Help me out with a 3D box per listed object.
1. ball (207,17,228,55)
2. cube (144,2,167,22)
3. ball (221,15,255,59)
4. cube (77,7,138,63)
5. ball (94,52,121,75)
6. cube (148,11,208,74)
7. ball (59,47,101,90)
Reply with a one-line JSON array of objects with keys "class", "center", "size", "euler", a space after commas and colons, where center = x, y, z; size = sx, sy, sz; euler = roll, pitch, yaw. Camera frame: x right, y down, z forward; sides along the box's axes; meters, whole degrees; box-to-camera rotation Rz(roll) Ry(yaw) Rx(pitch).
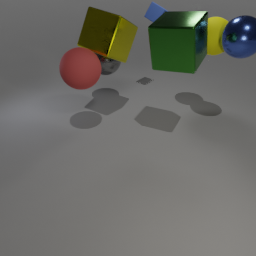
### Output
[{"class": "ball", "center": [3.285, -3.501, 10.710], "size": [1.400, 1.400, 1.400], "euler": [0, 31, 0]}, {"class": "cube", "center": [1.270, -4.993, 12.308], "size": [0.700, 0.700, 0.700], "euler": [38, 23, 15]}, {"class": "ball", "center": [3.894, -3.088, 9.550], "size": [1.400, 1.400, 1.400], "euler": [0, 31, 0]}, {"class": "cube", "center": [-0.719, -3.324, 10.127], "size": [1.400, 1.400, 1.400], "euler": [26, 14, 23]}, {"class": "ball", "center": [-0.995, -3.043, 12.363], "size": [1.400, 1.400, 1.400], "euler": [0, 31, 0]}, {"class": "cube", "center": [1.578, -2.662, 8.619], "size": [1.400, 1.400, 1.400], "euler": [11, 43, 26]}, {"class": "ball", "center": [-1.603, -2.001, 9.463], "size": [1.400, 1.400, 1.400], "euler": [0, 31, 0]}]
